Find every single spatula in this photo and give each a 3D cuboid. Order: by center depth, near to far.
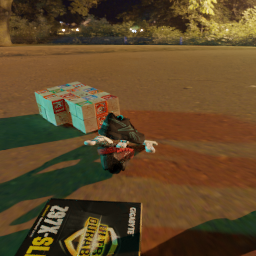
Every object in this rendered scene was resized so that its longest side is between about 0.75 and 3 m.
[{"bbox_3d":[-0.114,0.302,5.236,1.367,0.158,1.966,7,2,3],"label":"spatula"}]

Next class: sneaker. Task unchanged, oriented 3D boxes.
[{"bbox_3d":[-0.180,0.554,4.965,0.372,0.515,1.053,-10,-10,24],"label":"sneaker"},{"bbox_3d":[-0.027,0.028,5.113,0.429,0.451,1.138,16,1,40],"label":"sneaker"}]

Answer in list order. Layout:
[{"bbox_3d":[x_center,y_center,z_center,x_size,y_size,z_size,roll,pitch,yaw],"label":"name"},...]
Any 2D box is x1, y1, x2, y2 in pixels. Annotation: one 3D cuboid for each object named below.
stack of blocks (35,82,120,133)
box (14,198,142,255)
[{"bbox_3d":[-1.411,-0.588,7.475,1.348,0.686,2.341,-20,28,-30],"label":"stack of blocks"},{"bbox_3d":[-0.465,1.295,2.846,1.203,0.372,1.506,1,19,5],"label":"box"}]
